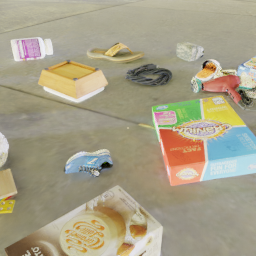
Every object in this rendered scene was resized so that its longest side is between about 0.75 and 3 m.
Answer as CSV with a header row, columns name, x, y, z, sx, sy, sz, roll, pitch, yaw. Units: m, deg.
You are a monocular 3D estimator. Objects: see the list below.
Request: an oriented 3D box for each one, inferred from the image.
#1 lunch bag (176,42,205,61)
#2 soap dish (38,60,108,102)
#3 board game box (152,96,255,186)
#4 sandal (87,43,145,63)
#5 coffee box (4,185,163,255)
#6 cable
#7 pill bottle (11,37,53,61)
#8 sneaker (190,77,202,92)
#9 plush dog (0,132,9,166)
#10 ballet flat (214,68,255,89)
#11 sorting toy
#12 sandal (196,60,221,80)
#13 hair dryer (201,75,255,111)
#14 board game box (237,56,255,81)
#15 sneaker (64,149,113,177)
name,x,y,z,sx,sy,sz,roll,pitch,yaw
lunch bag,2.922,-3.606,13.091,0.888,0.738,1.059,-22,39,-27
soap dish,-1.993,-1.753,10.098,2.025,0.822,1.593,23,39,30
board game box,1.826,0.165,7.054,2.095,0.552,2.739,-9,32,1
sandal,-0.638,-3.607,13.073,2.807,0.758,1.127,11,34,16
coffee box,-0.605,1.920,4.315,2.044,0.815,1.169,-24,40,-33
cable,0.783,-2.014,10.960,1.832,0.465,1.495,-11,39,-21
pill bottle,-4.437,-3.684,13.013,1.739,0.976,0.976,-12,34,-18
sneaker,2.561,-1.620,10.331,0.404,0.393,1.013,11,33,2
plush dog,-4.086,0.633,5.782,2.394,1.921,2.057,4,58,9
ballet flat,4.100,-1.889,10.573,1.705,0.545,0.645,16,33,23
sorting toy,-2.739,1.315,5.772,0.796,0.279,1.651,-17,35,-24
sandal,3.365,-2.482,11.500,0.732,0.548,1.912,18,37,26
hair dryer,3.621,-1.345,9.688,2.154,0.585,1.641,15,37,25
board game box,6.068,-2.152,11.032,2.817,0.485,1.907,26,41,35
sneaker,-0.847,0.826,6.249,1.184,0.465,0.528,-11,53,-31
